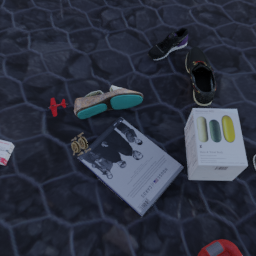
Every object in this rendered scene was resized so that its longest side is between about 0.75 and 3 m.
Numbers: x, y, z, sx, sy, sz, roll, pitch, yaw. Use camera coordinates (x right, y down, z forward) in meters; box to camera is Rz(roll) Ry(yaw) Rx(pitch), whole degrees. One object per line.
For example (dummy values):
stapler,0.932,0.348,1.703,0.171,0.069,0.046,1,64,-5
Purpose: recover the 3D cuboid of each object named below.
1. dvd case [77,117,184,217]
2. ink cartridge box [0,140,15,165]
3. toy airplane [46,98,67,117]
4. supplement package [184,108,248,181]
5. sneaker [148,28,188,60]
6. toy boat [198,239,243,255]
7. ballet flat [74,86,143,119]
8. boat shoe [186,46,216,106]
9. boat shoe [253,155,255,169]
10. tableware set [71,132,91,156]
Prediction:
dvd case,0.074,1.191,9.403,2.887,0.357,2.170,39,68,18
ink cartridge box,-4.336,0.834,9.608,0.547,0.319,0.756,13,63,7
toy airplane,-2.678,-0.836,10.579,0.837,0.154,0.837,0,64,0
supplement package,2.744,0.557,9.103,1.477,1.466,1.947,1,62,1
sneaker,1.646,-3.570,11.610,1.952,0.855,0.739,-32,67,-15
toy boat,2.807,3.989,7.392,1.313,1.315,2.011,-26,65,-13
ballet flat,-0.753,-1.098,10.342,2.598,0.884,0.874,-14,57,-8
boat shoe,2.865,-2.201,10.930,0.987,0.845,2.697,-3,61,2
boat shoe,4.963,1.684,8.955,0.840,0.686,2.272,-23,65,-12
tableware set,-1.286,0.460,7.264,0.151,0.754,0.499,-24,87,-40
